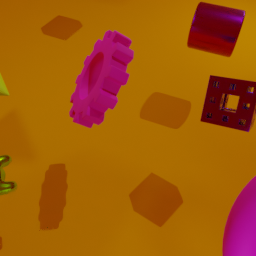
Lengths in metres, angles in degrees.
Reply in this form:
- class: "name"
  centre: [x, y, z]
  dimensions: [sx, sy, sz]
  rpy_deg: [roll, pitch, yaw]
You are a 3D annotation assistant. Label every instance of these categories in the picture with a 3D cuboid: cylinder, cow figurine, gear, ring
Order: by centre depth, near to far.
- class: "ring"
  centre: [2.034, 1.356, 3.332]
  dimensions: [2.006, 0.401, 2.006]
  rpy_deg: [-1, 93, -15]
- class: "cow figurine"
  centre: [-2.400, 0.989, 4.593]
  dimensions: [1.044, 0.582, 1.061]
  rpy_deg: [-10, 80, -33]
- class: "gear"
  centre: [-0.490, -0.813, 4.675]
  dimensions: [0.297, 1.607, 1.607]
  rpy_deg: [22, 50, -27]
- class: "cylinder"
  centre: [2.083, -2.345, 6.692]
  dimensions: [1.076, 1.076, 1.076]
  rpy_deg: [18, 57, 12]

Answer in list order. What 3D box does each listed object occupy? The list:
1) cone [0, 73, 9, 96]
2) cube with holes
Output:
- class: "cone"
  centre: [-3.151, -1.029, 6.322]
  dimensions: [1.356, 1.351, 1.351]
  rpy_deg: [29, 60, 18]
- class: "cube with holes"
  centre: [1.816, -0.445, 4.869]
  dimensions: [0.789, 0.789, 0.789]
  rpy_deg: [15, 13, 26]
